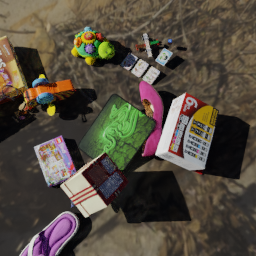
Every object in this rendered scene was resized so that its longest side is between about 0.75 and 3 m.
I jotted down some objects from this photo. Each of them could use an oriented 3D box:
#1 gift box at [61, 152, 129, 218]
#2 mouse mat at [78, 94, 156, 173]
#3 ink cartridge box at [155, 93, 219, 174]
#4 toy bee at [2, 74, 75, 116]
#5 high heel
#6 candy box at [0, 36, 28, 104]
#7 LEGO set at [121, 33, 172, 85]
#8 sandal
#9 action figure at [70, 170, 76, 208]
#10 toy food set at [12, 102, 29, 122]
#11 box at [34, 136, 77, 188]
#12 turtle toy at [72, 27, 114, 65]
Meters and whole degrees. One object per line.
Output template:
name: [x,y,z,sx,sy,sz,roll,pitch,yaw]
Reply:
gift box: [-1.012,1.846,9.133,1.503,1.521,1.629,56,41,2]
mouse mat: [-0.455,0.272,10.356,2.061,0.096,2.561,36,94,12]
ink cartridge box: [2.357,0.254,10.035,2.023,0.966,2.304,25,71,-14]
toy bee: [-3.467,-1.329,10.902,2.571,1.398,1.683,10,62,-23]
high heel: [0.689,-0.375,10.603,1.379,0.968,2.875,-19,84,-18]
candy box: [-5.184,-2.344,11.413,1.513,0.732,2.593,-22,74,-7]
LEGO set: [0.943,-3.064,11.939,1.605,0.527,2.149,34,85,11]
sandal: [-2.768,3.969,9.156,1.173,0.708,2.882,32,73,11]
action figure: [-1.668,2.154,9.949,1.257,0.680,1.299,5,84,9]
toy food set: [-4.174,-0.601,11.056,0.500,0.124,0.787,39,88,16]
box: [-2.661,1.225,10.351,1.108,0.317,1.619,-23,72,-8]
turtle toy: [-1.408,-3.445,11.672,1.954,0.988,1.424,32,73,11]
